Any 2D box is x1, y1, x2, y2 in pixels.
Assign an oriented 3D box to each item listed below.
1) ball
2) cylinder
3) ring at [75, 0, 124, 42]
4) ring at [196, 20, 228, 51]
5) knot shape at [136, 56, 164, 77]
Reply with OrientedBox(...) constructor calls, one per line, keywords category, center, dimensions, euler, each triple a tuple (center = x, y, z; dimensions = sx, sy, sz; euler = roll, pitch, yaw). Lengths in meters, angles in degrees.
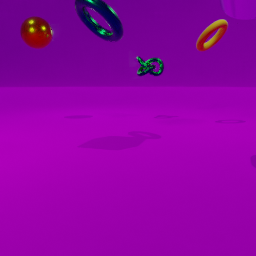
OrientedBox(category="ball", center=(-3.130, -3.261, 9.604), dimensions=(1.067, 1.067, 1.067), euler=(0, 9, 0))
OrientedBox(category="cylinder", center=(1.510, -1.959, 3.375), dimensions=(0.888, 0.888, 0.888), euler=(5, -25, 30))
OrientedBox(category="ring", center=(-0.613, -2.309, 5.954), dimensions=(1.222, 0.244, 1.222), euler=(34, -11, 8))
OrientedBox(category="ring", center=(2.526, -2.767, 8.432), dimensions=(1.113, 0.223, 1.113), euler=(-33, -18, -12))
OrientedBox(category="knot shape", center=(0.825, -2.240, 10.228), dimensions=(1.018, 0.503, 1.088), euler=(0, 45, -9))
